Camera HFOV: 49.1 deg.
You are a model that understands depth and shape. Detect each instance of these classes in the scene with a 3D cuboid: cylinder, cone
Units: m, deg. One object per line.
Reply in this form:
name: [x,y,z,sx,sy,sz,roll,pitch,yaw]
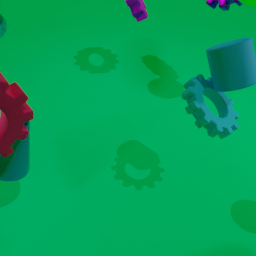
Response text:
cylinder: [1.923,-1.167,5.177,0.801,0.801,0.801,-16,16,5]
cone: [-2.270,0.242,5.647,1.184,1.189,1.184,34,24,-17]

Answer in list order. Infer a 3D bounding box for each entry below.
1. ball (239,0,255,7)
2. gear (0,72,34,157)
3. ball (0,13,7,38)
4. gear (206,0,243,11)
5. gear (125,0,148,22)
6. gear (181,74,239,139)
ball: [3.240,-3.640,6.936,1.188,1.188,1.188,0,46,0]
gear: [-2.127,-0.055,3.873,1.570,1.570,0.290,-29,56,-25]
ball: [-4.233,-3.193,8.658,0.907,0.907,0.907,0,46,0]
gear: [2.949,-4.408,8.143,0.337,1.824,1.824,2,33,-49]
gear: [0.101,-4.437,9.045,0.356,1.924,1.924,-20,43,17]
gear: [1.596,-0.426,5.377,1.285,0.238,1.285,19,52,-27]
